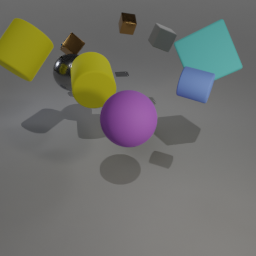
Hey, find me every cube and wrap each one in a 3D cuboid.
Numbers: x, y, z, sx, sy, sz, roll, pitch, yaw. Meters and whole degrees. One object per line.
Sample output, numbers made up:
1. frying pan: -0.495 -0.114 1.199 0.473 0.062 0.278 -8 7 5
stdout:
1. cube: -0.028 -5.059 13.606 0.700 0.700 0.700 2 61 -16
2. cube: 2.313 -2.058 8.125 1.400 1.400 1.400 -22 2 19
3. cube: -2.337 -3.433 11.776 0.700 0.700 0.700 -57 16 -13
4. cube: 1.256 -3.324 10.297 0.700 0.700 0.700 15 30 -21

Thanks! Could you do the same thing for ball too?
1. ball: 0.015 -0.225 6.877 1.400 1.400 1.400 0 33 0
2. ball: -2.121 -2.098 10.590 1.400 1.400 1.400 0 33 0

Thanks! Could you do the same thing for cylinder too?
1. cylinder: -3.298 -2.414 8.775 1.400 1.400 1.400 25 80 33
2. cylinder: -1.176 -1.600 9.332 1.400 1.400 1.400 -6 40 -9
3. cylinder: 1.557 -0.995 6.450 0.700 0.700 0.700 19 37 16
